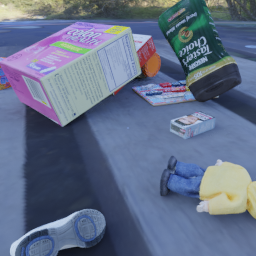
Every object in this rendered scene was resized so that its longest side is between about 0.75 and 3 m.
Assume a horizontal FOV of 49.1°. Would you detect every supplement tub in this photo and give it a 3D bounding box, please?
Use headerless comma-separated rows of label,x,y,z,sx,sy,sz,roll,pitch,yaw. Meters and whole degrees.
supplement tub,0.279,-2.739,11.503,2.003,1.227,1.227,23,34,39

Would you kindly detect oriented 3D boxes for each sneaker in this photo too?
sneaker,-0.857,1.332,3.558,1.294,0.482,0.563,-1,-11,-43

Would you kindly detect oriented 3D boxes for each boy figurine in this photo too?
boy figurine,1.461,0.911,4.348,1.826,0.588,1.135,11,37,20

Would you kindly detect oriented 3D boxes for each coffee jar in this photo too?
coffee jar,2.155,-2.330,8.449,1.549,2.970,1.267,-28,-12,27

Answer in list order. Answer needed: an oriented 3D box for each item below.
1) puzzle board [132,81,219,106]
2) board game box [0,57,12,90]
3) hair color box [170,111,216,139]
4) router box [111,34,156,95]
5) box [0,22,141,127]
puzzle board,1.557,-1.251,9.512,2.390,0.208,1.801,-9,26,-18
board game box,-4.718,-2.018,10.272,0.941,0.942,0.941,12,28,25
hair color box,1.592,-0.090,6.863,1.046,0.317,0.518,-17,30,-32
router box,-0.782,-2.539,10.418,2.780,0.679,2.495,22,61,40
box,-1.639,-1.765,8.137,2.970,1.436,2.612,-37,41,-26
